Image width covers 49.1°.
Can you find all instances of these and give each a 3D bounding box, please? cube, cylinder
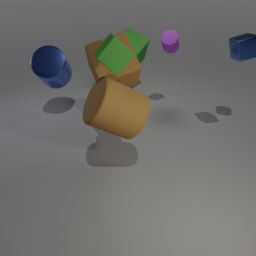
[{"bbox_3d":[-0.371,-1.935,7.315,0.700,0.700,0.700,36,14,-25],"label":"cube"},{"bbox_3d":[1.776,-3.613,11.763,0.700,0.700,0.700,9,-12,16],"label":"cylinder"},{"bbox_3d":[-0.499,-2.088,9.409,1.400,1.400,1.400,-22,-10,-7],"label":"cube"},{"bbox_3d":[3.863,-2.693,9.332,0.700,0.700,0.700,-16,26,1],"label":"cube"},{"bbox_3d":[-0.347,-0.540,7.877,1.400,1.400,1.400,21,19,-27],"label":"cylinder"},{"bbox_3d":[0.088,-4.029,14.556,1.400,1.400,1.400,31,61,8],"label":"cube"},{"bbox_3d":[-3.170,-2.516,11.744,1.400,1.400,1.400,0,-9,1],"label":"cylinder"}]
